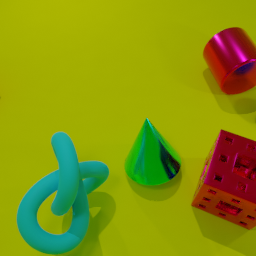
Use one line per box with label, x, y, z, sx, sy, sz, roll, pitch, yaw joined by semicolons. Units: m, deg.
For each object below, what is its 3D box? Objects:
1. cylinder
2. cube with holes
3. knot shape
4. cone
cylinder;2.860;-1.789;7.541;1.295;1.295;1.295;-11;57;-7
cube with holes;2.185;1.060;5.683;1.271;1.271;1.271;20;59;13
knot shape;-1.031;1.117;5.161;0.927;1.878;2.007;10;88;18
cone;0.463;0.299;5.968;1.298;1.303;1.298;-7;39;5
